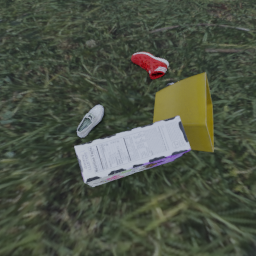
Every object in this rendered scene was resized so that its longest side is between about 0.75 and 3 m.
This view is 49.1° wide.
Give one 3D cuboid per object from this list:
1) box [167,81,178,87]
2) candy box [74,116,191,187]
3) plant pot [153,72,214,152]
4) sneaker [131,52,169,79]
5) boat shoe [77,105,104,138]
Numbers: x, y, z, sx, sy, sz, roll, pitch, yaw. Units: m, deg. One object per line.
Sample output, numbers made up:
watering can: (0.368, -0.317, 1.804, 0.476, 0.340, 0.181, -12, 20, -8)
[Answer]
box: (1.857, -1.298, 9.226, 0.855, 0.236, 1.067, 22, 25, 27)
candy box: (0.056, 0.626, 6.537, 2.282, 1.914, 0.816, -17, 78, -6)
plant pot: (1.572, -0.345, 7.891, 1.446, 1.639, 1.639, -5, 59, 22)
sneaker: (0.718, -2.259, 10.144, 1.419, 0.556, 0.819, 13, 50, 11)
boat shoe: (-1.115, -0.244, 8.464, 0.439, 0.398, 1.192, 26, 71, 11)
